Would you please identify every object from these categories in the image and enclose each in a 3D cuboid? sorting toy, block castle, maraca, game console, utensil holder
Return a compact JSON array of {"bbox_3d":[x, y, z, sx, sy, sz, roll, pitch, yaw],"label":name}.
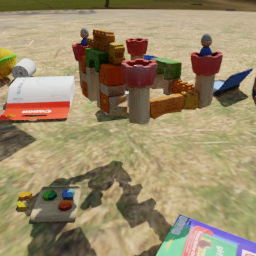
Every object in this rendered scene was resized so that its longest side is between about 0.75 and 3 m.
[{"bbox_3d":[-1.590,1.451,5.519,1.237,0.166,0.921,-1,28,-2],"label":"sorting toy"},{"bbox_3d":[0.174,-1.300,5.673,1.980,1.390,2.963,-14,28,-25],"label":"block castle"},{"bbox_3d":[-6.015,-2.765,12.477,2.454,1.313,1.682,-16,19,24],"label":"maraca"},{"bbox_3d":[3.863,-1.951,11.146,1.626,0.962,1.388,-20,35,-34],"label":"game console"},{"bbox_3d":[-4.643,-2.576,12.517,0.813,0.813,0.957,0,30,1],"label":"utensil holder"}]

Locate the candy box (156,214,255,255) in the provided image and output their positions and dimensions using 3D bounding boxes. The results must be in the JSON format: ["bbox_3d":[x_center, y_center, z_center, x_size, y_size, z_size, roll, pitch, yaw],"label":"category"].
[{"bbox_3d":[1.194,2.079,3.836,1.601,0.617,1.353,16,30,25],"label":"candy box"}]

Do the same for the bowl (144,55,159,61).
[{"bbox_3d":[1.150,-3.627,14.978,1.238,0.243,1.238,6,28,-3],"label":"bowl"}]

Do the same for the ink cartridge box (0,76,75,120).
[{"bbox_3d":[-3.125,-1.132,9.905,2.230,0.659,2.786,-2,26,-4],"label":"ink cartridge box"}]

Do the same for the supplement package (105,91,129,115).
[{"bbox_3d":[-0.257,-0.960,9.539,1.185,0.695,0.693,-8,29,-15],"label":"supplement package"}]

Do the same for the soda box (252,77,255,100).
[{"bbox_3d":[4.995,-1.261,10.096,0.628,0.701,1.982,9,28,11],"label":"soda box"}]
